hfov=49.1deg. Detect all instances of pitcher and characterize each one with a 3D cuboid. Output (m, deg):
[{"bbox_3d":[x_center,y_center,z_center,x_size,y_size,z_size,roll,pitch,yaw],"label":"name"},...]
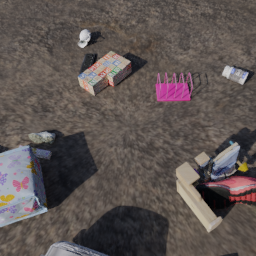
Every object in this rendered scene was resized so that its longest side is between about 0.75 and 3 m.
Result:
[{"bbox_3d":[-2.094,-4.562,14.057,0.767,0.542,0.894,-17,49,34],"label":"pitcher"}]

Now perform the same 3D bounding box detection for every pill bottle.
[{"bbox_3d":[4.804,-2.397,12.557,1.005,0.572,0.572,27,59,18],"label":"pill bottle"}]

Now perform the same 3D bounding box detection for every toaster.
[{"bbox_3d":[-1.239,4.167,7.225,2.754,1.565,1.779,13,53,14],"label":"toaster"}]

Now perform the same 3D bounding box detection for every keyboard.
[{"bbox_3d":[-1.736,-3.037,13.283,0.926,0.150,1.458,6,55,4],"label":"keyboard"}]

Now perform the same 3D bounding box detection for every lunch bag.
[{"bbox_3d":[-4.008,1.937,8.881,2.404,1.528,2.039,-17,54,-6],"label":"lunch bag"}]

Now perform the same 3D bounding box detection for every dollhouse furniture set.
[{"bbox_3d":[2.986,1.592,8.573,2.524,2.382,1.647,-33,60,-8],"label":"dollhouse furniture set"}]

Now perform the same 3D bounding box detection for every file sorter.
[{"bbox_3d":[1.957,-1.795,11.931,1.405,0.881,0.977,-1,55,-1],"label":"file sorter"}]

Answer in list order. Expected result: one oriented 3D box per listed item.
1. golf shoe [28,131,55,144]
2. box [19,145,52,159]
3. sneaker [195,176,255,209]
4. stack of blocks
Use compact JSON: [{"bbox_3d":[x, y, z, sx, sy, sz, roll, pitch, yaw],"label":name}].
[{"bbox_3d":[-3.292,0.325,10.794,1.003,0.393,0.488,10,38,0],"label":"golf shoe"},{"bbox_3d":[-3.469,0.901,10.388,1.231,0.238,0.255,11,55,8],"label":"box"},{"bbox_3d":[3.399,2.068,9.360,2.341,0.863,1.015,-2,22,8],"label":"sneaker"},{"bbox_3d":[-0.998,-2.397,12.457,1.230,0.626,2.136,35,64,25],"label":"stack of blocks"}]
